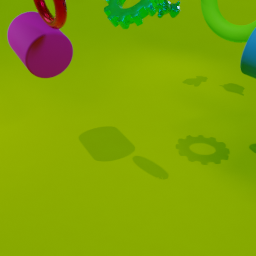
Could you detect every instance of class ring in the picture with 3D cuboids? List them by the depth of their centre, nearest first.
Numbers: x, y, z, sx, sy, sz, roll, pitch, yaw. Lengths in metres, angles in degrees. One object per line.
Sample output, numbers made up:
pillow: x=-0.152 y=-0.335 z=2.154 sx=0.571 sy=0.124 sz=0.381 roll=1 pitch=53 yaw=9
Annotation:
ring: x=-1.495 y=-2.407 z=5.251 sx=0.217 sy=1.086 sz=1.086 roll=-32 pitch=47 yaw=-28
ring: x=2.247 y=-2.565 z=5.553 sx=1.729 sy=1.729 sz=0.346 roll=27 pitch=46 yaw=31

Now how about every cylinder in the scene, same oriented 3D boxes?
cylinder: x=2.648 y=-1.227 z=4.763 sx=1.022 sy=1.022 sz=1.022 roll=-30 pitch=49 yaw=-34
cylinder: x=-2.098 y=-1.983 z=6.708 sx=1.170 sy=1.170 sz=1.170 roll=-24 pitch=54 yaw=-28

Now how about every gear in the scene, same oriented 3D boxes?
gear: x=0.123 y=-2.720 z=5.911 sx=1.337 sy=0.247 sz=1.337 roll=-13 pitch=61 yaw=25

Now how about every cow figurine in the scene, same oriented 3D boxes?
cow figurine: x=1.326 y=-4.320 z=9.875 sx=1.069 sy=0.587 sz=1.052 roll=44 pitch=55 yaw=-10
